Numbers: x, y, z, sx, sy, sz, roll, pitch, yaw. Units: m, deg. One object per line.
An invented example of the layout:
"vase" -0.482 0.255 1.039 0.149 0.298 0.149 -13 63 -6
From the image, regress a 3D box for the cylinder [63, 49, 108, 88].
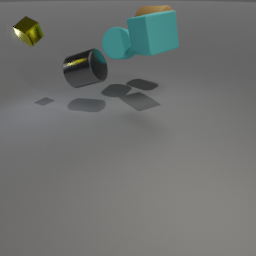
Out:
"cylinder" -1.804 -2.521 11.953 1.400 1.400 1.400 -9 22 28

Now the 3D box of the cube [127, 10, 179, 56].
"cube" 0.976 -3.727 11.035 1.400 1.400 1.400 -22 26 -24

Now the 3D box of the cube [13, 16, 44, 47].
"cube" -3.844 -3.745 10.870 0.700 0.700 0.700 30 68 17

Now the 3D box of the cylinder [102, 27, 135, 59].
"cylinder" -0.331 -3.937 13.128 1.400 1.400 1.400 8 16 15

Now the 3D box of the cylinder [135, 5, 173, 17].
"cylinder" 1.263 -4.998 13.199 1.400 1.400 1.400 19 33 39
